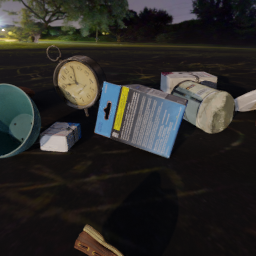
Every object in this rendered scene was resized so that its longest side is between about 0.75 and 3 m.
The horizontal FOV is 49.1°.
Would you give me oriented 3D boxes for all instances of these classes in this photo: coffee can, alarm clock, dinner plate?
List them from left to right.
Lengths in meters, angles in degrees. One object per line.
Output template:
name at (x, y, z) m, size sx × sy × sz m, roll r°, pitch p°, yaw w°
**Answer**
alarm clock at (-1.717, -1.708, 9.198) m, size 1.671 × 2.477 × 0.825 m, roll -38°, pitch 9°, yaw 32°
coffee can at (2.701, -0.855, 10.506) m, size 1.531 × 1.531 × 2.092 m, roll -7°, pitch 22°, yaw -19°
dinner plate at (5.428, -1.157, 11.290) m, size 2.911 × 0.353 × 2.911 m, roll -12°, pitch -12°, yaw -3°

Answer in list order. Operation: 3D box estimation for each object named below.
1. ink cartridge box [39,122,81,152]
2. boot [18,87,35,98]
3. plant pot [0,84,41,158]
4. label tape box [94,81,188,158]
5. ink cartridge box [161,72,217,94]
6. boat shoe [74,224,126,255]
ink cartridge box at (-2.132, 0.259, 8.972) m, size 0.893 × 0.523 × 1.219 m, roll 4°, pitch 19°, yaw 10°
boot at (-5.047, -1.347, 12.929) m, size 2.678 × 0.923 × 2.874 m, roll 10°, pitch 18°, yaw 19°
plant pot at (-3.447, -0.088, 8.307) m, size 2.078 × 2.078 × 1.399 m, roll 3°, pitch -11°, yaw 9°
label tape box at (0.356, -0.333, 8.165) m, size 2.350 × 1.694 × 0.744 m, roll 19°, pitch 26°, yaw 10°
ink cartridge box at (3.269, -2.409, 15.298) m, size 2.591 × 1.080 × 1.882 m, roll -3°, pitch 21°, yaw -7°
boat shoe at (-0.313, 2.059, 4.354) m, size 1.343 × 0.484 × 0.454 m, roll 26°, pitch 65°, yaw 36°
